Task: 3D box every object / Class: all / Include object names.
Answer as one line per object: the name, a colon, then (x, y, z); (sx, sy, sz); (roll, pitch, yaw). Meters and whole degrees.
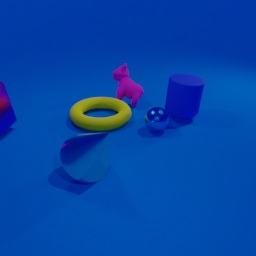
cylinder: (1.835, -1.067, 9.180); (1.132, 1.132, 1.132); (4, 29, -2)
ball: (0.889, -0.262, 8.555); (0.768, 0.768, 0.768); (0, 28, 0)
cone: (-0.692, 0.406, 6.248); (1.274, 1.279, 1.274); (18, 52, -24)
cube: (-4.314, -0.462, 8.066); (1.338, 1.338, 1.338); (4, 35, 15)
ring: (-0.910, -0.510, 9.339); (2.039, 0.408, 2.039); (1, 29, -1)
cow figurine: (0.012, -1.607, 10.250); (1.340, 1.319, 0.736); (21, -14, 4)
